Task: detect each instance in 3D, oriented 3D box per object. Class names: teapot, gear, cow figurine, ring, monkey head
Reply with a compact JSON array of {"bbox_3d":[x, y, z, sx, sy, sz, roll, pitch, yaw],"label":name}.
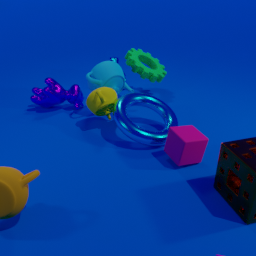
[{"bbox_3d":[-0.607,-1.530,9.412,2.087,1.298,1.022,3,39,-49],"label":"teapot"},{"bbox_3d":[0.692,-2.422,10.821,1.690,0.313,1.690,22,38,-18],"label":"gear"},{"bbox_3d":[-2.465,-1.121,10.098,1.598,1.573,0.877,-25,51,29],"label":"cow figurine"},{"bbox_3d":[0.548,-0.304,8.316,2.061,0.412,2.061,13,43,-12],"label":"ring"},{"bbox_3d":[-0.750,-0.729,8.714,1.000,1.608,0.787,-24,71,-4],"label":"teapot"},{"bbox_3d":[-0.670,-2.371,11.992,1.557,1.120,0.938,0,-10,-27],"label":"monkey head"},{"bbox_3d":[-2.347,1.171,5.219,1.582,0.984,0.775,-26,11,9],"label":"teapot"}]

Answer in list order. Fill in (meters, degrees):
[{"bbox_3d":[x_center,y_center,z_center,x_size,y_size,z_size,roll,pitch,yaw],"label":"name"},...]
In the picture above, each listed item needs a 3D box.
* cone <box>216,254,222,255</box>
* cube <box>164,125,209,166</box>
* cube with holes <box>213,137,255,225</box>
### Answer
[{"bbox_3d":[1.555,2.145,3.999,1.096,1.096,1.100,-7,12,-12],"label":"cone"},{"bbox_3d":[1.454,0.430,7.098,0.724,0.724,0.724,-5,32,-25],"label":"cube"},{"bbox_3d":[2.664,1.003,5.741,1.178,1.178,1.178,-8,29,-15],"label":"cube with holes"}]
